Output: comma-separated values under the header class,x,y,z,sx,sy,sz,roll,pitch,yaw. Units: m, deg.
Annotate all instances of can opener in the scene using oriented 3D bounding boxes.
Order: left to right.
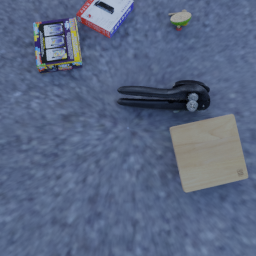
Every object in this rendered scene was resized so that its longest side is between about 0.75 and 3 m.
class,x,y,z,sx,sy,sz,roll,pitch,yaw
can opener,0.957,-0.791,7.529,2.526,0.993,0.801,-3,110,2

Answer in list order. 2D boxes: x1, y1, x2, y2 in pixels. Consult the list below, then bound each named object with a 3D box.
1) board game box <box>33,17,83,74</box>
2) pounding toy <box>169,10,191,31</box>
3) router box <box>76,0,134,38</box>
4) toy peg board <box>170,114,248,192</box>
class,x,y,z,sx,sy,sz,roll,pitch,yaw
board game box,-2.039,-2.408,8.142,1.255,0.431,1.519,-8,72,-5
pounding toy,1.603,-3.241,8.514,0.620,0.373,0.803,-14,42,7
router box,-0.684,-3.589,8.585,1.220,0.332,1.360,30,74,10
toy peg board,1.935,0.613,7.059,1.596,0.781,1.590,-12,87,-3
